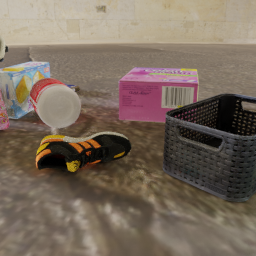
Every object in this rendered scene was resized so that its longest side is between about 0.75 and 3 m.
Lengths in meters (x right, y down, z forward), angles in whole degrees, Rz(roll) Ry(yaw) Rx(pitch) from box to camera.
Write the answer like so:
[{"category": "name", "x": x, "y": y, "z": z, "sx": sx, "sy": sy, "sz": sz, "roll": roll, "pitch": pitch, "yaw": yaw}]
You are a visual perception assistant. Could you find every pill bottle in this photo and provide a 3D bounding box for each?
[{"category": "pill bottle", "x": -2.211, "y": -0.828, "z": 8.154, "sx": 1.148, "sy": 1.148, "sz": 2.045, "roll": -10, "pitch": 24, "yaw": -26}]

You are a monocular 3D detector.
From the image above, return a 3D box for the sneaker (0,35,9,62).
[{"category": "sneaker", "x": -1.732, "y": -1.028, "z": 3.575, "sx": 0.637, "sy": 0.391, "sz": 0.980, "roll": 5, "pitch": 19, "yaw": 9}]

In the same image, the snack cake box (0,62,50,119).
[{"category": "snack cake box", "x": -3.406, "y": -1.326, "z": 9.176, "sx": 0.811, "sy": 1.388, "sz": 2.414, "roll": 4, "pitch": 21, "yaw": 9}]

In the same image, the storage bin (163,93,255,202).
[{"category": "storage bin", "x": 2.015, "y": 0.186, "z": 5.441, "sx": 2.490, "sy": 1.167, "sz": 1.684, "roll": -20, "pitch": 28, "yaw": -41}]

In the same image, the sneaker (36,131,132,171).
[{"category": "sneaker", "x": -0.844, "y": 0.548, "z": 5.373, "sx": 1.833, "sy": 0.641, "sz": 0.825, "roll": -1, "pitch": 32, "yaw": 1}]

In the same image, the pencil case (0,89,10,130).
[{"category": "pencil case", "x": -3.600, "y": -0.545, "z": 7.517, "sx": 0.594, "sy": 0.594, "sz": 1.359, "roll": -11, "pitch": 56, "yaw": -27}]

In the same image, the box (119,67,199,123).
[{"category": "box", "x": 1.056, "y": -1.119, "z": 8.858, "sx": 2.198, "sy": 1.208, "sz": 2.499, "roll": 4, "pitch": 20, "yaw": 12}]

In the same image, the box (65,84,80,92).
[{"category": "box", "x": -2.834, "y": -1.675, "z": 11.802, "sx": 1.413, "sy": 0.229, "sz": 0.856, "roll": 12, "pitch": 23, "yaw": 32}]
